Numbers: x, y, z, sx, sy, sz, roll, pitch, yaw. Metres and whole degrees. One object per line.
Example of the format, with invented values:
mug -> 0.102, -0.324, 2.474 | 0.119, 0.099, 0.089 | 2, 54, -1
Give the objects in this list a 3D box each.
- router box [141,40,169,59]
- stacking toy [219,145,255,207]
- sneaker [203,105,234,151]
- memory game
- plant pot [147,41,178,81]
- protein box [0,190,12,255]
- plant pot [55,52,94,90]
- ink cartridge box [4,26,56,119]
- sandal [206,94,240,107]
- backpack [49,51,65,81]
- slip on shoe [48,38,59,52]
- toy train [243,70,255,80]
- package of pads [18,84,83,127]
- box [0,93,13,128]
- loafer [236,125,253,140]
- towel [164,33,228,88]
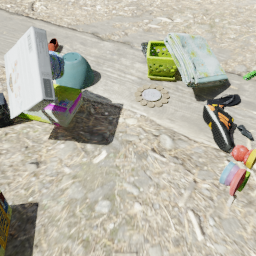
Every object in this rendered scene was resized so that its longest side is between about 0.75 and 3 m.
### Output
router box -> 1.613, -4.205, 15.093 | 1.580, 0.491, 1.184 | -11, 47, -10
stacking toy -> 1.729, 0.750, 4.582 | 0.384, 0.823, 0.909 | 29, 47, 31
sneaker -> 3.748, -0.134, 10.902 | 1.048, 0.815, 2.329 | -9, 44, -4
memory game -> 1.080, -1.471, 12.708 | 1.640, 0.104, 1.640 | 0, 47, 0
plant pot -> 1.663, -3.164, 13.448 | 1.540, 1.404, 1.548 | 6, 46, 5
protein box -> -4.398, 2.831, 7.746 | 1.766, 1.192, 1.754 | -5, 46, -5
plant pot -> -2.580, -2.811, 13.211 | 1.872, 1.261, 1.872 | 0, 45, 0
ink cartridge box -> -3.343, -1.725, 9.362 | 0.539, 2.150, 2.477 | 0, 75, -45
sandal -> 4.248, -1.203, 12.272 | 1.624, 0.348, 0.617 | -15, 48, -14
backpack -> -3.037, -2.319, 10.531 | 1.564, 1.276, 1.203 | 11, 14, 27
slip on shoe -> -4.174, -4.273, 15.139 | 0.650, 0.537, 1.756 | 6, 48, 3
toy train -> 6.038, -2.619, 13.766 | 1.028, 0.215, 0.290 | -29, 42, -26
package of pads -> -3.271, -1.096, 11.846 | 2.364, 0.806, 1.826 | 12, 47, 12
box -> -5.365, -0.625, 11.118 | 1.214, 1.193, 0.752 | -16, 48, -14
loafer -> 4.577, 0.182, 10.995 | 0.287, 0.278, 0.818 | -16, 43, -9
towel -> 3.121, -3.077, 12.598 | 2.986, 0.719, 2.556 | -11, 74, -43
